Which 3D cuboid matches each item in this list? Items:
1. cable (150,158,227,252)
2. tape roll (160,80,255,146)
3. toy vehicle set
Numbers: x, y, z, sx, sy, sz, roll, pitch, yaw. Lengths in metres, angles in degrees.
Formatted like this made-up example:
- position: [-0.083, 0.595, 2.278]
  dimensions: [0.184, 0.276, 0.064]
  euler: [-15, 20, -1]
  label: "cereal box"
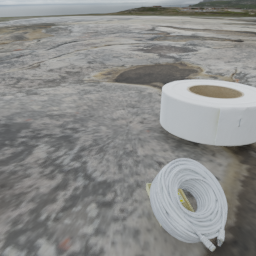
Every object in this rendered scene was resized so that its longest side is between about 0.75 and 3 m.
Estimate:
- position: [0.952, 1.104, 4.332]
  dimensions: [1.257, 0.435, 1.258]
  euler: [36, 48, 2]
  label: "cable"
- position: [2.213, -0.522, 7.333]
  dimensions: [2.741, 0.958, 2.741]
  euler: [2, 22, -1]
  label: "tape roll"
- position: [0.751, 1.326, 5.089]
  dimensions: [0.625, 0.133, 1.006]
  euler: [-5, 27, -10]
  label: "toy vehicle set"
